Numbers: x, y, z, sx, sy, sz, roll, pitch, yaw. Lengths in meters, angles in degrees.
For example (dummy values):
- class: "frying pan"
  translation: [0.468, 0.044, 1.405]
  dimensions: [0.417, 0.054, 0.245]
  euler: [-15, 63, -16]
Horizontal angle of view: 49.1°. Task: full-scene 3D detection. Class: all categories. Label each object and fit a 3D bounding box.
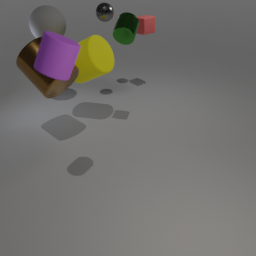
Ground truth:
- class: "ball"
  translation: [-0.899, -4.484, 10.865]
  dimensions: [0.700, 0.700, 0.700]
  euler: [0, 31, 0]
- class: "cube"
  translation: [0.768, -4.728, 12.838]
  dimensions: [0.700, 0.700, 0.700]
  euler: [-26, 38, -32]
- class: "cylinder"
  translation: [-1.343, -1.362, 5.309]
  dimensions: [0.700, 0.700, 0.700]
  euler: [22, 20, -8]
- class: "cylinder"
  translation: [-1.464, -2.516, 10.360]
  dimensions: [1.400, 1.400, 1.400]
  euler: [-13, 20, 35]
- class: "cylinder"
  translation: [-2.515, -1.897, 8.864]
  dimensions: [1.400, 1.400, 1.400]
  euler: [47, 43, 3]
- class: "cylinder"
  translation: [-0.058, -3.092, 8.727]
  dimensions: [0.700, 0.700, 0.700]
  euler: [9, 62, 15]
- class: "ball"
  translation: [-3.138, -4.061, 10.994]
  dimensions: [1.400, 1.400, 1.400]
  euler: [0, 31, 0]
